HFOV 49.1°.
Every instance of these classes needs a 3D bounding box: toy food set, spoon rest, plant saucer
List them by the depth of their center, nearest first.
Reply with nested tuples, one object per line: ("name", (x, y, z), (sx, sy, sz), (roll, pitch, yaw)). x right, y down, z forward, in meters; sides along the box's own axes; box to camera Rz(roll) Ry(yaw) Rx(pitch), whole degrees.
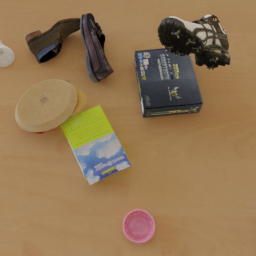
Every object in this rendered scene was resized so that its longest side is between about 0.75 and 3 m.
("plant saucer", (0.318, 2.846, 8.110), (0.939, 0.238, 0.939), (0, 63, 0))
("toy food set", (-2.714, -0.787, 9.468), (2.282, 0.561, 2.305), (34, 70, 31))
("spoon rest", (-5.055, -3.151, 10.993), (0.882, 0.538, 1.775), (-23, 79, -10))

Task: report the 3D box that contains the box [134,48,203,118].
("box", (1.382, -1.700, 10.106), (2.048, 0.663, 2.597), (-5, 64, -4))

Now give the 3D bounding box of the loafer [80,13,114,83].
("loafer", (-1.111, -3.100, 10.507), (0.919, 1.049, 2.919), (-16, 70, 18))

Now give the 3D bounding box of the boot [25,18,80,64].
("boot", (-2.689, -3.381, 10.933), (2.384, 0.890, 1.155), (-23, 76, -1))

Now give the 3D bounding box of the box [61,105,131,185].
("box", (-1.052, 0.559, 9.043), (1.467, 0.573, 2.406), (-24, 66, -12))

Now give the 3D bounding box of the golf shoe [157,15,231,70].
("golf shoe", (1.904, -2.678, 7.948), (1.102, 2.835, 1.339), (1, 81, 46))
